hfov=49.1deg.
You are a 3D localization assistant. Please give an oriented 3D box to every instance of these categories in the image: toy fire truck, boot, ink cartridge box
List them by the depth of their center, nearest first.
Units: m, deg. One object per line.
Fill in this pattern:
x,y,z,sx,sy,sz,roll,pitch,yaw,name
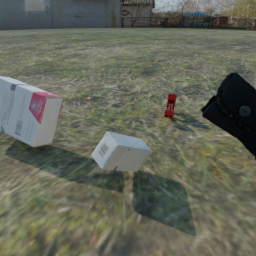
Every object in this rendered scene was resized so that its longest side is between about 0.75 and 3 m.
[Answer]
3.248,-0.643,6.586,2.132,2.537,0.969,43,22,8,boot
-2.907,-0.497,7.725,1.915,1.403,0.792,22,12,20,ink cartridge box
1.468,-0.696,9.701,0.310,0.895,1.270,9,-9,9,toy fire truck

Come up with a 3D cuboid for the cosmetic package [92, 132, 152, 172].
-0.110,0.554,6.212,1.227,0.692,0.498,13,28,-48,cosmetic package
